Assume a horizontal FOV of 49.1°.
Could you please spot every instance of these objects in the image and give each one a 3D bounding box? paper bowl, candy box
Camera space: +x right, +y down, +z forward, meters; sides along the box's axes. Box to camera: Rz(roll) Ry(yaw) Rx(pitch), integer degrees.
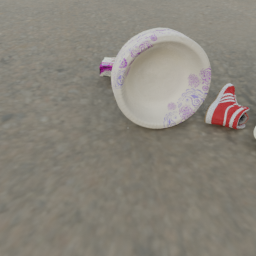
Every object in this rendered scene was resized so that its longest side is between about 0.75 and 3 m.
[{"bbox_3d":[0.884,-1.509,8.363,2.814,2.814,1.463,-7,32,-9],"label":"paper bowl"},{"bbox_3d":[-0.565,-2.405,11.019,0.946,0.423,1.388,3,28,3],"label":"candy box"}]

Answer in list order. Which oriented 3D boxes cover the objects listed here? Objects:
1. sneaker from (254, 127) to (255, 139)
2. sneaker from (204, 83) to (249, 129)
[{"bbox_3d":[4.512,-0.496,8.130,1.052,1.186,2.808,39,45,-8],"label":"sneaker"},{"bbox_3d":[3.377,-0.686,8.965,1.187,0.752,2.110,18,46,28],"label":"sneaker"}]
